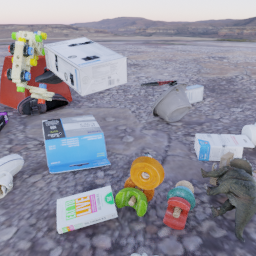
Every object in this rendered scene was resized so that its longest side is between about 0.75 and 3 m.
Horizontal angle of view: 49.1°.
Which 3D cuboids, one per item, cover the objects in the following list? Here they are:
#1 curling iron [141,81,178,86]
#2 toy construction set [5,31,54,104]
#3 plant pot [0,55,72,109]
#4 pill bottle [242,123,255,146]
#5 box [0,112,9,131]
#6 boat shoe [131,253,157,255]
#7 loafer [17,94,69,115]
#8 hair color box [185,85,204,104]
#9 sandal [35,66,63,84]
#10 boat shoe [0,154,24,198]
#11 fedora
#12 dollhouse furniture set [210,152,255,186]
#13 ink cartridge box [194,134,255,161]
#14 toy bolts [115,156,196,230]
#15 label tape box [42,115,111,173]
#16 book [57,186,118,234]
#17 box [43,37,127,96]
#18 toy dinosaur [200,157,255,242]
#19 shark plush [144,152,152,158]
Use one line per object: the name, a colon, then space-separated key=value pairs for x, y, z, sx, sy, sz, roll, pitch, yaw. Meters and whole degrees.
curling iron: x=1.932 y=-2.717 z=17.086 sx=2.338 sy=0.299 sz=0.580 roll=-1 pitch=23 yaw=-4
toy construction set: x=-3.017 y=-1.929 z=8.648 sx=1.102 sy=2.391 sz=1.568 roll=-8 pitch=-1 yaw=1
plant pot: x=-4.561 y=-2.361 z=13.607 sx=2.603 sy=2.296 sz=2.606 roll=18 pitch=28 yaw=35
pill bottle: x=4.655 y=0.215 z=9.124 sx=1.671 sy=0.925 sz=0.925 roll=-2 pitch=22 yaw=-6
box: x=-5.653 y=0.075 z=10.075 sx=1.913 sy=0.483 sz=2.676 roll=-3 pitch=21 yaw=-6
boat shoe: x=0.158 y=2.311 z=3.897 sx=2.964 sy=1.012 sz=1.094 roll=-6 pitch=23 yaw=-14
loafer: x=-3.671 y=-1.056 z=12.415 sx=0.749 sy=0.854 sz=2.377 roll=21 pitch=27 yaw=33
hair color box: x=2.999 y=-1.606 z=13.742 sx=1.575 sy=0.780 sz=0.477 roll=-16 pitch=27 yaw=-34
sandal: x=-2.718 y=-2.109 z=10.597 sx=0.925 sy=0.521 sz=2.432 roll=2 pitch=-8 yaw=-43
boat shoe: x=-3.201 y=1.373 z=6.765 sx=0.761 sy=0.772 sz=2.179 roll=34 pitch=27 yaw=8
fedora: x=1.927 y=-0.893 z=11.384 sx=2.012 sy=1.779 sz=0.908 roll=-14 pitch=56 yaw=-46
dollhouse furniture set: x=2.982 y=1.194 z=7.089 sx=1.162 sy=0.665 sz=1.363 roll=-19 pitch=29 yaw=-38
ink cartridge box: x=2.941 y=0.603 z=8.691 sx=1.594 sy=0.532 sz=0.923 roll=2 pitch=22 yaw=4
toy bolts: x=0.747 y=1.231 z=6.145 sx=1.616 sy=1.543 sz=1.121 roll=21 pitch=29 yaw=13
label tape box: x=-1.699 y=0.407 z=8.816 sx=1.777 sy=0.820 sz=2.481 roll=-7 pitch=22 yaw=-17
book: x=-0.885 y=1.738 z=5.985 sx=1.227 sy=0.295 sz=0.820 roll=-15 pitch=30 yaw=-5
box: x=-1.339 y=-1.946 z=8.385 sx=1.510 sy=0.779 sz=2.590 roll=-21 pitch=37 yaw=-27
toy dinosaur: x=2.399 y=1.351 z=6.274 sx=1.280 sy=0.963 sz=2.502 roll=-15 pitch=17 yaw=11
shark plush: x=0.473 y=0.927 z=8.183 sx=0.452 sy=0.493 sz=1.086 roll=-28 pitch=24 yaw=12
